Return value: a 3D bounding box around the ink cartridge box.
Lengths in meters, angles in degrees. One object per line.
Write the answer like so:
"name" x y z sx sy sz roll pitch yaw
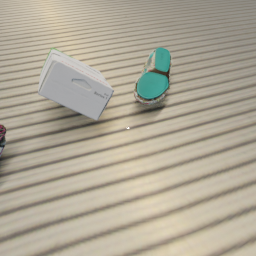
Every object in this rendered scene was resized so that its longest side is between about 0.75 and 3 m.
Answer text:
"ink cartridge box" -1.459 -1.252 7.503 1.640 0.947 2.246 24 15 -23

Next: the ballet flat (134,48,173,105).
"ballet flat" 0.810 -1.451 8.701 1.061 0.897 2.805 23 48 3

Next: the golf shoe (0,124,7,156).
"golf shoe" -3.104 0.679 5.967 0.679 0.861 1.869 11 30 0
